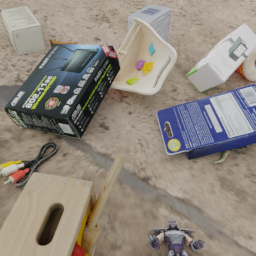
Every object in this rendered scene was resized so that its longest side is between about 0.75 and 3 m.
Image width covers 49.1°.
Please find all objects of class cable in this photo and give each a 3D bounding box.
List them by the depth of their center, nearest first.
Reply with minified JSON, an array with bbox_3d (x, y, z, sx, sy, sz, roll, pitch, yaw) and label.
[{"bbox_3d":[-2.389,0.870,6.964,0.830,0.430,1.708,33,52,31],"label":"cable"}]

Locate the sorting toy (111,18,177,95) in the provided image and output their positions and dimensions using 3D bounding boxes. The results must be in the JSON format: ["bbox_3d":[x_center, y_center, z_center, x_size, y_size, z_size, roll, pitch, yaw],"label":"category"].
[{"bbox_3d":[0.512,-1.953,8.754,1.250,2.340,2.106,25,9,-41],"label":"sorting toy"}]

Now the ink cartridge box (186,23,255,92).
[{"bbox_3d":[3.047,-2.216,9.060,0.829,1.436,1.974,46,75,-6],"label":"ink cartridge box"}]

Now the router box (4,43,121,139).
[{"bbox_3d":[-1.797,-1.218,8.164,2.196,0.910,2.930,9,55,25],"label":"router box"}]

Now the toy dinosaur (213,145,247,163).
[{"bbox_3d":[2.768,0.507,7.440,0.650,0.350,1.476,7,42,29],"label":"toy dinosaur"}]

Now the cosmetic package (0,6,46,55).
[{"bbox_3d":[-4.529,-4.239,12.032,1.257,1.061,2.431,-19,45,-20],"label":"cosmetic package"}]

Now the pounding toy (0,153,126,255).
[{"bbox_3d":[-1.007,1.777,4.792,1.572,2.036,2.212,8,43,8],"label":"pounding toy"}]

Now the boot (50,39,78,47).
[{"bbox_3d":[-2.634,-3.453,11.672,0.908,0.433,1.174,-32,63,-29],"label":"boot"}]

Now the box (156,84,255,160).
[{"bbox_3d":[2.354,-0.152,7.666,2.933,0.475,1.776,-14,45,6],"label":"box"}]

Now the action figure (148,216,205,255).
[{"bbox_3d":[0.935,2.386,5.247,1.083,0.577,1.664,-5,39,3],"label":"action figure"}]

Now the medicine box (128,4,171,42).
[{"bbox_3d":[0.791,-3.479,10.598,0.929,1.804,1.643,22,44,23],"label":"medicine box"}]

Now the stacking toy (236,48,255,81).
[{"bbox_3d":[4.185,-2.559,10.375,1.377,1.377,1.885,-19,27,-20],"label":"stacking toy"}]
